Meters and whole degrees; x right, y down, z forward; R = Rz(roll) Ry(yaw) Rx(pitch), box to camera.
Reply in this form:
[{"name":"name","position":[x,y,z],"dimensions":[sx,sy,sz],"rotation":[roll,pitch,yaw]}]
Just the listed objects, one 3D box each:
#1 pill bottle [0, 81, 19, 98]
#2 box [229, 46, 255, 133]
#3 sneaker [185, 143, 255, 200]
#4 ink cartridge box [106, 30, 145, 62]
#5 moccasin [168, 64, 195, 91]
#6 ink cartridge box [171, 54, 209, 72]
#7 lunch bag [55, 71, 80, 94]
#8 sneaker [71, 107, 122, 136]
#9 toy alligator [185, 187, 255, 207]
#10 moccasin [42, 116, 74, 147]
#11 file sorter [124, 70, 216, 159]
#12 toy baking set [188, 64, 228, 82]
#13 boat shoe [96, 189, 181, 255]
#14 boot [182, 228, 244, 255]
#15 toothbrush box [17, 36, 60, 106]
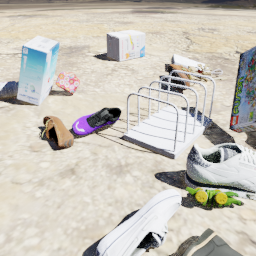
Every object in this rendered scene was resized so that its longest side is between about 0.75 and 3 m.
[{"name":"pill bottle","position":[-5.152,-1.701,12.183],"dimensions":[1.151,0.652,0.652],"rotation":[-11,31,-15]},{"name":"box","position":[4.051,-1.307,8.751],"dimensions":[0.488,2.808,1.546],"rotation":[19,-16,-18]},{"name":"sneaker","position":[2.886,0.991,6.916],"dimensions":[2.884,1.161,1.102],"rotation":[1,27,-2]},{"name":"ink cartridge box","position":[-0.144,-5.204,17.616],"dimensions":[2.033,1.497,1.471],"rotation":[-21,36,-31]},{"name":"moccasin","position":[2.616,-2.464,13.389],"dimensions":[1.054,0.999,2.730],"rotation":[-8,20,3]},{"name":"ink cartridge box","position":[3.468,-3.450,15.755],"dimensions":[2.075,0.592,1.686],"rotation":[21,29,-5]},{"name":"lunch bag","position":[-2.615,-2.047,12.277],"dimensions":[0.970,0.855,0.397],"rotation":[28,0,-17]},{"name":"sneaker","position":[-0.985,-0.328,9.333],"dimensions":[1.848,0.642,0.919],"rotation":[-23,-8,-34]},{"name":"toy alligator","position":[2.148,1.651,6.485],"dimensions":[1.651,0.397,0.547],"rotation":[4,-3,9]},{"name":"moccasin","position":[-2.404,0.117,9.084],"dimensions":[0.676,0.640,1.751],"rotation":[-11,39,-35]},{"name":"file sorter","position":[1.435,-0.629,9.221],"dimensions":[1.930,1.732,2.781],"rotation":[20,35,32]},{"name":"toy baking set","position":[4.056,-2.886,14.447],"dimensions":[1.536,0.233,2.002],"rotation":[-30,53,-29]},{"name":"boat shoe","position":[0.421,2.048,5.536],"dimensions":[2.171,0.799,0.710],"rotation":[-32,46,-28]},{"name":"boot","position":[1.515,2.491,4.868],"dimensions":[1.050,0.588,1.518],"rotation":[28,40,33]},{"name":"toothbrush box","position":[-3.680,-2.372,11.540],"dimensions":[0.992,2.326,1.703],"rotation":[17,29,-5]}]
